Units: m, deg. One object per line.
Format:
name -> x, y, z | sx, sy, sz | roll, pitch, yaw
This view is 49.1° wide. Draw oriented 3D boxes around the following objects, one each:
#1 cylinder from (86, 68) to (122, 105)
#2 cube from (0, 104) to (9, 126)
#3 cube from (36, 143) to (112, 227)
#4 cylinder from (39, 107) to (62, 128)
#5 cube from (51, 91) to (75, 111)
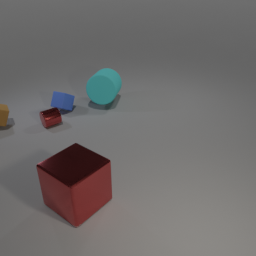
cylinder -> -1.092, -1.956, 13.052 | 1.400, 1.400, 1.400 | 5, 24, 8
cube -> -5.244, -0.548, 11.247 | 0.700, 0.700, 0.700 | 9, 21, -34
cube -> -1.407, 1.485, 7.623 | 1.400, 1.400, 1.400 | 22, 37, 33
cylinder -> -3.206, -0.441, 11.610 | 0.700, 0.700, 0.700 | -22, 37, -29
cube -> -2.948, -1.217, 12.648 | 0.700, 0.700, 0.700 | 12, 1, 29
